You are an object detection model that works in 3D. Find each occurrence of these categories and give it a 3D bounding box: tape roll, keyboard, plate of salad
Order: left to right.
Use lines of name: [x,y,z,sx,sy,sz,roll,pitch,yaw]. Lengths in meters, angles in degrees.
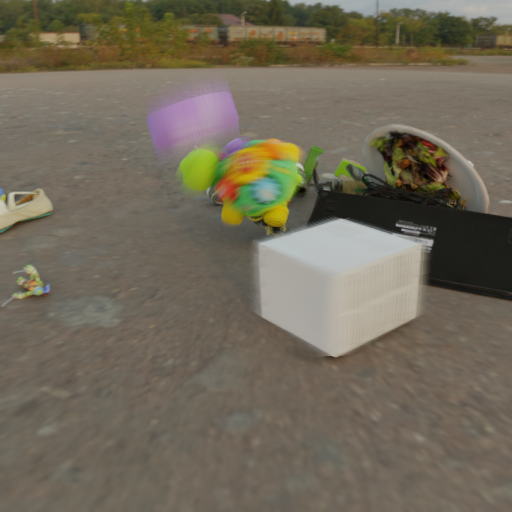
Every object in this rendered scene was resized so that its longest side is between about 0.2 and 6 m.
tape roll: [-0.915,-1.957,8.095,1.265,0.415,1.265,-16,7,2]
keyboard: [2.853,-0.327,9.975,3.922,0.777,2.041,13,65,24]
plate of salad: [3.075,-1.344,10.645,0.648,2.699,2.699,-48,43,-16]

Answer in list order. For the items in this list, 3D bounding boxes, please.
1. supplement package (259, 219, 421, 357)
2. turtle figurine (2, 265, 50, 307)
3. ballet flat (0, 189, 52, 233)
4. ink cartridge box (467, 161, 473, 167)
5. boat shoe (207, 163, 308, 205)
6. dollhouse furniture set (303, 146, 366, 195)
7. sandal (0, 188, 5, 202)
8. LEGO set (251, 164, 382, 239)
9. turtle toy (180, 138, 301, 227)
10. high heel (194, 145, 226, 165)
supplement package: [1.149,0.362,7.878,1.625,1.195,1.554,-18,26,-33]
turtle figurine: [-3.654,0.392,8.792,0.732,0.527,0.710,-8,21,-27]
ballet flat: [-5.191,-0.945,11.703,0.713,0.713,2.053,12,26,25]
ink cartridge box: [3.911,-1.358,11.731,0.610,1.395,1.014,-9,25,-19]
boat shoe: [0.044,-1.560,12.936,2.339,0.836,0.699,-12,55,-6]
dollhouse furniture set: [2.490,-1.634,13.616,2.904,1.121,1.452,20,17,-1]
sandal: [-6.872,-1.298,11.868,2.815,1.226,1.119,-5,22,-15]
LEGO set: [1.554,-0.963,11.537,3.353,0.950,2.177,-16,37,-7]
turtle toy: [-0.275,-1.475,10.262,2.256,1.644,1.141,4,-17,19]
high heel: [-1.048,-2.711,15.788,0.958,0.672,1.993,-20,44,-19]
